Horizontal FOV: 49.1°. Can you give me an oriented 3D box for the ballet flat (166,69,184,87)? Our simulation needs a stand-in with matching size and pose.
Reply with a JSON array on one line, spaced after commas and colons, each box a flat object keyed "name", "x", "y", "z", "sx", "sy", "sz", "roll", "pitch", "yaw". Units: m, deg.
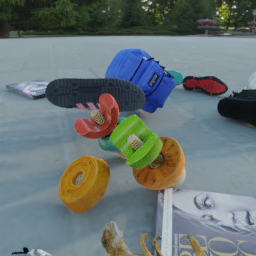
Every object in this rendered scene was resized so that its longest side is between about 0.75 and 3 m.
[{"name": "ballet flat", "x": 1.476, "y": -2.454, "z": 14.390, "sx": 2.721, "sy": 0.976, "sz": 0.976, "roll": -5, "pitch": 23, "yaw": -14}]

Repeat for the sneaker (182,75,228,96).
[{"name": "sneaker", "x": 3.888, "y": -2.207, "z": 13.646, "sx": 1.128, "sy": 0.936, "sz": 2.361, "roll": -18, "pitch": 29, "yaw": -40}]

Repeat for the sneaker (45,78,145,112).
[{"name": "sneaker", "x": -0.947, "y": -0.989, "z": 8.359, "sx": 2.846, "sy": 0.998, "sz": 1.167, "roll": 6, "pitch": -1, "yaw": -12}]

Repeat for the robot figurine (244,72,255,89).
[{"name": "robot figurine", "x": 6.150, "y": -2.005, "z": 12.827, "sx": 1.724, "sy": 1.148, "sz": 2.033, "roll": -28, "pitch": 8, "yaw": 30}]

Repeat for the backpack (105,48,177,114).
[{"name": "backpack", "x": 0.489, "y": -1.821, "z": 10.085, "sx": 2.238, "sy": 1.818, "sz": 1.878, "roll": 34, "pitch": -10, "yaw": -30}]

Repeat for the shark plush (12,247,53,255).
[{"name": "shark plush", "x": -1.387, "y": 2.043, "z": 4.144, "sx": 1.107, "sy": 0.503, "sz": 0.461, "roll": 15, "pitch": 57, "yaw": 23}]

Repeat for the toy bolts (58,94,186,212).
[{"name": "toy bolts", "x": -0.191, "y": 0.757, "z": 6.450, "sx": 2.526, "sy": 1.834, "sz": 2.644, "roll": -42, "pitch": 38, "yaw": 4}]

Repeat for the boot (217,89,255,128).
[{"name": "boot", "x": 4.837, "y": -0.722, "z": 10.065, "sx": 2.786, "sy": 1.031, "sz": 2.283, "roll": 20, "pitch": 26, "yaw": 40}]

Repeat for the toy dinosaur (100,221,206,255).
[{"name": "toy dinosaur", "x": 0.559, "y": 2.185, "z": 3.497, "sx": 1.374, "sy": 0.781, "sz": 2.587, "roll": -34, "pitch": 42, "yaw": -11}]

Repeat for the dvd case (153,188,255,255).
[{"name": "dvd case", "x": 1.941, "y": 1.838, "z": 4.769, "sx": 2.962, "sy": 0.237, "sz": 2.203, "roll": 3, "pitch": 23, "yaw": 8}]

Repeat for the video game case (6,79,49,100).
[{"name": "video game case", "x": -4.512, "y": -1.979, "z": 13.979, "sx": 2.759, "sy": 0.262, "sz": 1.971, "roll": 21, "pitch": 30, "yaw": 39}]
